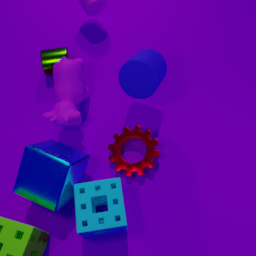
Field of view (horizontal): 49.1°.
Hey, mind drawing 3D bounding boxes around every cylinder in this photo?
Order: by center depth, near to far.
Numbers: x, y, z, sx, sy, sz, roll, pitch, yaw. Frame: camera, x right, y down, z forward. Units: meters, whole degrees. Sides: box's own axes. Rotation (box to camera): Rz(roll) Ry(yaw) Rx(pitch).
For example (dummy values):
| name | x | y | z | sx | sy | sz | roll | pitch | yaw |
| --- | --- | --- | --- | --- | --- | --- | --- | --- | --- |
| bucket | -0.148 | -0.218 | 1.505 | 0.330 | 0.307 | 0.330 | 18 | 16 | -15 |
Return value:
| name | x | y | z | sx | sy | sz | roll | pitch | yaw |
| --- | --- | --- | --- | --- | --- | --- | --- | --- | --- |
| cylinder | 0.370 | -1.304 | 6.685 | 0.950 | 0.950 | 0.950 | 21 | 35 | 10 |
| cylinder | -2.048 | -1.907 | 8.001 | 0.730 | 0.730 | 0.730 | -9 | 64 | -5 |
| cylinder | -1.120 | -3.898 | 8.439 | 0.709 | 0.709 | 0.709 | -29 | 85 | -14 |

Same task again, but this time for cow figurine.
| name | x | y | z | sx | sy | sz | roll | pitch | yaw |
| --- | --- | --- | --- | --- | --- | --- | --- | --- | --- |
| cow figurine | -1.532 | -0.892 | 7.035 | 0.944 | 1.719 | 1.692 | -2 | 21 | 8 |

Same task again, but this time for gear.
| name | x | y | z | sx | sy | sz | roll | pitch | yaw |
| --- | --- | --- | --- | --- | --- | --- | --- | --- | --- |
| gear | 0.146 | 0.570 | 6.906 | 1.261 | 0.233 | 1.261 | -4 | 70 | 11 |

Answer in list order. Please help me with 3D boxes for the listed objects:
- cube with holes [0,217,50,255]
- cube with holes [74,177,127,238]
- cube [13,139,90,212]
| name | x | y | z | sx | sy | sz | roll | pitch | yaw |
| --- | --- | --- | --- | --- | --- | --- | --- | --- | --- |
| cube with holes | -2.503 | 2.492 | 5.542 | 1.244 | 1.244 | 1.244 | 14 | 65 | 7 |
| cube with holes | -0.573 | 1.745 | 6.063 | 0.974 | 0.974 | 0.974 | -8 | 64 | -4 |
| cube | -1.636 | 0.978 | 6.140 | 1.069 | 1.069 | 1.069 | 20 | 99 | 12 |
